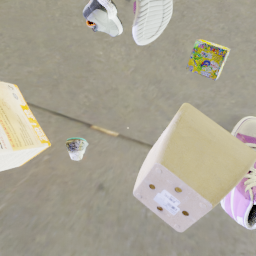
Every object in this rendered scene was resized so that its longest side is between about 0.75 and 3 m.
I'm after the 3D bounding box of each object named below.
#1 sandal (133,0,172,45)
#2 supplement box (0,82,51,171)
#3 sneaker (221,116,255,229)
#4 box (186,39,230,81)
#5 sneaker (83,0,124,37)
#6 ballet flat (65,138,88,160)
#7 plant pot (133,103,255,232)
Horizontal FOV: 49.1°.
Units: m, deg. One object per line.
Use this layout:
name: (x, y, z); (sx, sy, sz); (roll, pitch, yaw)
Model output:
sandal: (0.564, -3.304, 7.265); (1.175, 2.887, 0.710); (-24, 71, -8)
supplement box: (-2.712, -0.041, 5.043); (0.959, 2.610, 1.645); (-33, 85, 11)
sneaker: (2.487, 0.881, 5.445); (0.780, 1.227, 2.153); (5, 97, -2)
box: (2.006, -1.723, 7.032); (0.804, 0.774, 0.490); (26, 29, 17)
sneaker: (-0.673, -2.861, 7.364); (0.821, 2.072, 0.766); (-36, 85, 6)
ballet flat: (-1.035, 0.450, 5.745); (0.460, 1.280, 0.460); (1, 84, -8)
plant pot: (0.936, 0.753, 4.568); (1.462, 1.464, 1.296); (38, 44, 9)
